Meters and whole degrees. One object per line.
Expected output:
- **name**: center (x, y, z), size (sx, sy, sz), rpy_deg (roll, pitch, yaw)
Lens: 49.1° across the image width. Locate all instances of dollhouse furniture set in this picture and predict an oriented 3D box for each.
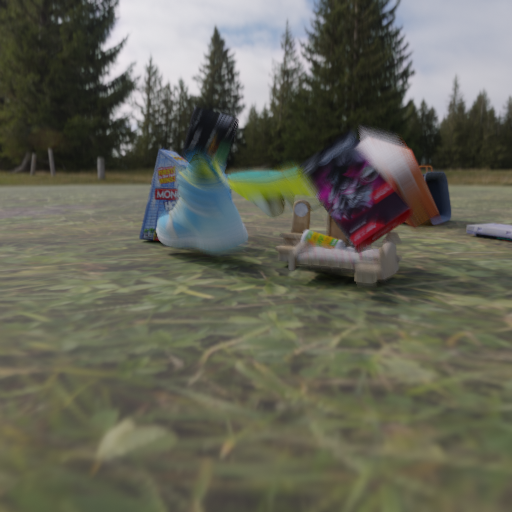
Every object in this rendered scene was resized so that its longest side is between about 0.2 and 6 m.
- **dollhouse furniture set**: center (1.048, -0.409, 8.486), size (2.122, 1.215, 2.488), rpy_deg (5, 5, 23)

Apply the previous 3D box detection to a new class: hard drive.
- **hard drive**: center (-1.210, -2.758, 14.043), size (1.159, 1.659, 0.314), rpy_deg (11, 23, -17)

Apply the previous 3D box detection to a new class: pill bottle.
- **pill bottle**: center (1.155, -0.077, 9.139), size (0.863, 0.479, 0.479), rpy_deg (18, 14, 16)

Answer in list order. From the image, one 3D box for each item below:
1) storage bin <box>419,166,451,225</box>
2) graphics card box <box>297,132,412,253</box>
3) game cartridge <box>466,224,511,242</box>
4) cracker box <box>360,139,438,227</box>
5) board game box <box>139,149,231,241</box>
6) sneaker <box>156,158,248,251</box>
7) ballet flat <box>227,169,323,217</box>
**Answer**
- **storage bin**: center (4.634, -1.734, 16.635), size (1.596, 1.729, 2.376), rpy_deg (-6, 4, 33)
- **graphics card box**: center (1.556, -1.029, 8.955), size (1.059, 1.688, 0.429), rpy_deg (-34, -21, 6)
- **game cartridge**: center (5.777, -0.524, 12.845), size (1.024, 0.303, 1.579), rpy_deg (-10, 14, -28)
- **cracker box**: center (2.400, -1.352, 10.028), size (0.528, 1.225, 1.830), rpy_deg (-31, 21, 0)
- **board game box**: center (-1.533, -1.288, 12.074), size (1.982, 1.980, 0.611), rpy_deg (4, 5, 25)
- **sneaker**: center (-1.152, -0.969, 10.057), size (0.941, 1.545, 2.367), rpy_deg (-29, 23, -38)
- **ballet flat**: center (0.539, -1.233, 10.781), size (2.829, 0.948, 0.945), rpy_deg (-1, 10, 39)
